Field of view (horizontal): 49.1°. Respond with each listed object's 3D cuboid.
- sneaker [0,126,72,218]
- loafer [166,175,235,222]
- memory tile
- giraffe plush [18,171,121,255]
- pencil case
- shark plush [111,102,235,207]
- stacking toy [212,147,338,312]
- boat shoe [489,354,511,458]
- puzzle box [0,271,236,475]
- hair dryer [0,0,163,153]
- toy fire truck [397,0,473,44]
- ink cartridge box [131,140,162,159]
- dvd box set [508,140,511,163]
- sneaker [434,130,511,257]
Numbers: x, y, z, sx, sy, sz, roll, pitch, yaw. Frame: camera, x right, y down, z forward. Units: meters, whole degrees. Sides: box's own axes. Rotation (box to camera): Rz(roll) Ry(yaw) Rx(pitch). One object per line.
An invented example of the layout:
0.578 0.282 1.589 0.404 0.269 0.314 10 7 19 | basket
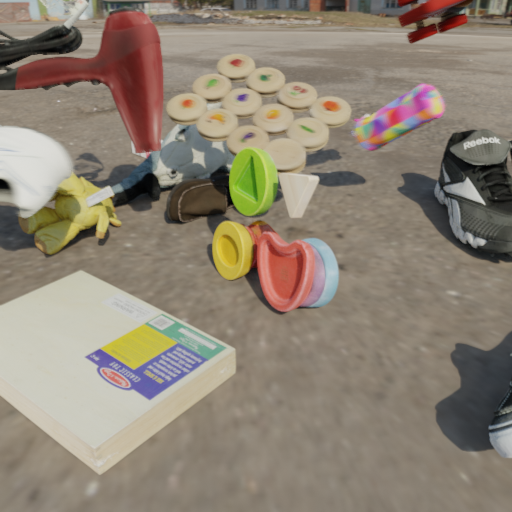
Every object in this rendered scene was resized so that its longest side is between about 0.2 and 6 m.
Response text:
-3.717 -1.310 7.136 2.503 0.933 1.090 19 56 -3 | sneaker
-0.876 -1.129 10.749 0.716 0.733 2.007 20 32 34 | loafer
0.024 -2.501 9.583 2.779 0.233 2.130 32 61 22 | memory tile
-3.108 -0.879 9.837 1.727 1.490 1.400 -9 5 4 | giraffe plush
2.503 -2.464 10.023 1.623 0.717 0.717 -20 6 46 | pencil case
-1.757 -1.999 12.634 1.901 2.074 4.564 -4 41 39 | shark plush
0.414 -0.407 8.041 0.964 2.067 2.283 -5 24 -35 | stacking toy
3.001 1.209 5.692 2.552 0.920 0.905 -14 73 -42 | boat shoe
-2.003 1.142 6.653 3.021 0.384 2.010 21 33 35 | puzzle box
-2.514 -2.732 8.187 2.405 3.158 0.858 -47 13 4 | hair dryer
2.939 -3.901 8.662 1.383 0.776 1.161 -23 15 -10 | toy fire truck
-2.719 -2.778 14.420 0.623 0.363 0.856 -23 33 -38 | ink cartridge box
4.851 -1.228 10.067 0.229 1.560 1.142 -13 23 20 | dvd box set
4.026 -1.310 9.976 1.241 1.689 3.734 -4 26 4 | sneaker
